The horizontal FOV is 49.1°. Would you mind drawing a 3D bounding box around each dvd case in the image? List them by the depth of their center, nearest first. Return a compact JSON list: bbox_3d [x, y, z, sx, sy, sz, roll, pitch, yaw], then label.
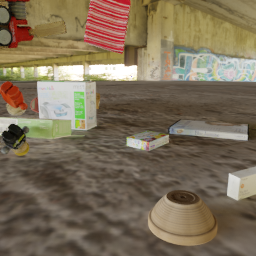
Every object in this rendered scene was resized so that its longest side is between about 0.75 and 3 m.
[{"bbox_3d":[2.926,0.015,10.041,2.611,0.229,1.863,5,13,23],"label":"dvd case"}]

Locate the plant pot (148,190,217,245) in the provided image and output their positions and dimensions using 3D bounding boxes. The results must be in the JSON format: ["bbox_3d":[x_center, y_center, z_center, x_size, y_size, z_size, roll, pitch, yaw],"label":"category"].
[{"bbox_3d":[0.794,1.208,4.066,0.993,0.458,0.993,1,12,0],"label":"plant pot"}]

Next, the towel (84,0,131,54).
[{"bbox_3d":[-0.600,-3.294,8.606,1.301,1.799,0.202,11,-10,-21],"label":"towel"}]

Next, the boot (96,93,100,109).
[{"bbox_3d":[-2.878,-1.430,14.840,2.788,0.922,2.442,10,37,-14],"label":"boot"}]

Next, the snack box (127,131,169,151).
[{"bbox_3d":[0.604,0.357,8.320,0.787,0.293,1.106,9,15,37],"label":"snack box"}]

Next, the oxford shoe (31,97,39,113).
[{"bbox_3d":[-3.172,-0.991,13.547,2.873,1.012,1.075,2,-9,-6],"label":"oxford shoe"}]

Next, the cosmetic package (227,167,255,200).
[{"bbox_3d":[2.300,0.979,5.158,1.051,0.434,0.266,-8,14,-29],"label":"cosmetic package"}]

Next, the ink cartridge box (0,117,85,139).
[{"bbox_3d":[-2.483,-0.012,8.419,1.721,0.567,2.365,3,3,12],"label":"ink cartridge box"}]

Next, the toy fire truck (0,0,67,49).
[{"bbox_3d":[-3.055,-3.336,8.144,1.414,1.935,2.198,18,25,31],"label":"toy fire truck"}]

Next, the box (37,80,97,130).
[{"bbox_3d":[-2.281,-0.907,10.654,2.000,1.765,0.967,4,13,16],"label":"box"}]

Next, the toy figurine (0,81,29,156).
[{"bbox_3d":[-3.440,-0.131,7.048,1.845,1.816,1.283,-9,-20,-15],"label":"toy figurine"}]
